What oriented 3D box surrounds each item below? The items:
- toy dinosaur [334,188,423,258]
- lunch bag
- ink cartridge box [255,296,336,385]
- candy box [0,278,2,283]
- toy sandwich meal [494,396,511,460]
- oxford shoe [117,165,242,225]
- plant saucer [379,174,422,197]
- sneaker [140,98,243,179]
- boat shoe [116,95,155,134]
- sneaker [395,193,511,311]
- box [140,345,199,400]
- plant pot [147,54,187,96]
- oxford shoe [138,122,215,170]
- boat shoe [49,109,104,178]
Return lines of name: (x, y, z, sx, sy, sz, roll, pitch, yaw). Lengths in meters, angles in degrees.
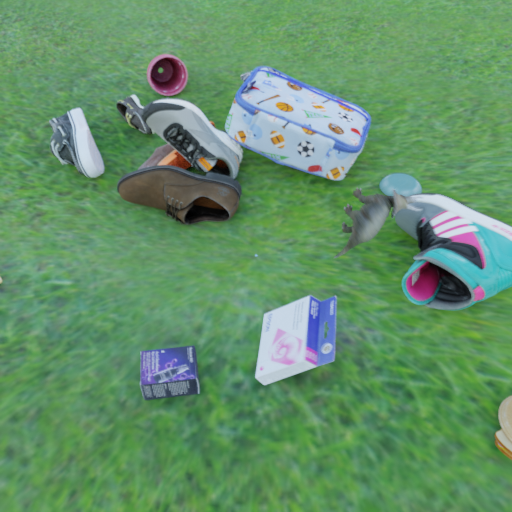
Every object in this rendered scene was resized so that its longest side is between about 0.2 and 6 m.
toy dinosaur: (2.100, -0.709, 10.545, 1.891, 0.728, 0.967, -43, 32, -3)
lunch bag: (0.973, -3.197, 13.043, 3.256, 1.230, 2.609, 26, 42, 1)
ink cartridge box: (0.649, 1.304, 9.145, 1.378, 0.298, 1.353, -28, 33, 31)
candy box: (-5.477, 0.666, 10.259, 0.786, 0.377, 1.362, 20, 48, 17)
toy sandwich meal: (4.112, 2.608, 8.336, 1.184, 0.406, 1.184, 2, 43, -2)
oxford shoe: (-1.686, -1.232, 11.769, 2.652, 0.964, 1.119, 5, 46, 4)
plant saucer: (3.282, -1.609, 12.672, 0.944, 0.170, 0.944, 1, 43, -1)
sneaker: (-1.337, -2.501, 12.276, 2.631, 0.972, 1.043, 29, 46, -33)
boat shoe: (-3.092, -3.545, 14.342, 0.554, 0.657, 1.842, -21, 42, -16)
sneaker: (3.242, -0.013, 10.292, 1.875, 1.298, 3.105, -33, 34, -16)
box: (-1.385, 1.871, 8.989, 0.900, 0.470, 0.666, -7, 45, -6)
plant pot: (-2.560, -5.122, 15.689, 1.088, 1.088, 0.974, -15, 32, -15)
oxford shoe: (-1.833, -2.487, 13.127, 0.885, 0.865, 2.427, 20, 48, 26)
boat shoe: (-4.308, -2.548, 13.210, 1.010, 1.027, 2.848, -23, 39, -9)
